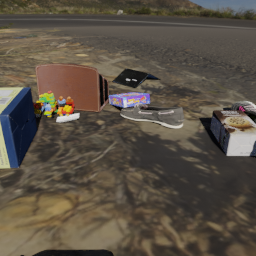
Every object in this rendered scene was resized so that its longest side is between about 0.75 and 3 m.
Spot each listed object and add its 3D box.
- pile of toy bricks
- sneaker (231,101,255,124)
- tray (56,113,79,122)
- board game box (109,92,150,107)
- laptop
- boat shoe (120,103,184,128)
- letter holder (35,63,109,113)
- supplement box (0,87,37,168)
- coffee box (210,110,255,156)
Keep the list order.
[{"bbox_3d":[-3.270,-1.103,11.810,1.977,0.976,1.097,-1,38,10],"label":"pile of toy bricks"},{"bbox_3d":[4.767,-0.536,11.247,0.889,0.750,2.033,-4,30,-23],"label":"sneaker"},{"bbox_3d":[-2.470,-0.402,11.592,0.939,0.104,0.504,-11,25,-3],"label":"tray"},{"bbox_3d":[0.020,-1.305,12.718,1.259,0.419,1.873,-10,13,-20],"label":"board game box"},{"bbox_3d":[0.520,-2.876,16.920,1.900,1.107,2.144,21,58,38],"label":"laptop"},{"bbox_3d":[0.967,-0.686,11.433,2.815,0.802,0.941,13,25,28],"label":"boat shoe"},{"bbox_3d":[-2.507,-2.048,12.871,2.942,2.091,1.480,5,26,12],"label":"letter holder"},{"bbox_3d":[-4.678,-0.092,9.115,2.640,1.774,2.642,-2,26,-3],"label":"supplement box"},{"bbox_3d":[3.754,0.118,9.804,1.158,0.818,2.049,0,25,-1],"label":"coffee box"}]
